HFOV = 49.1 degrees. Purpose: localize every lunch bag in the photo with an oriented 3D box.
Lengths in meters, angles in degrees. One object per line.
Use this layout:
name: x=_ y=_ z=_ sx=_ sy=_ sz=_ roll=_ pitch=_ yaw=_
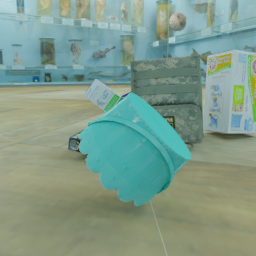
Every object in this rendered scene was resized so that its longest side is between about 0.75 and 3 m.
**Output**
lunch bag: x=0.875 y=-0.537 z=6.443 sx=1.616 sy=1.970 sz=1.158 roll=-2 pitch=-9 yaw=11

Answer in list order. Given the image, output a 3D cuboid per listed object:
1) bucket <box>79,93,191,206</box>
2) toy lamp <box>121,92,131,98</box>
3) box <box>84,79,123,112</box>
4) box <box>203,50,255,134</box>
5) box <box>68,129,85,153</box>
bucket: x=0.116 y=0.240 z=3.578 sx=1.310 sy=0.852 sz=1.310 roll=41 pitch=16 yaw=-15
toy lamp: x=0.873 y=-1.260 z=11.536 sx=2.478 sy=0.721 sz=0.721 roll=-5 pitch=9 yaw=24
box: x=-0.444 y=-0.689 z=8.355 sx=1.187 sy=0.650 sz=1.345 roll=38 pitch=3 yaw=33
box: x=2.909 y=-0.950 z=7.682 sx=1.200 sy=2.133 sz=1.081 roll=0 pitch=5 yaw=-21
box: x=-0.567 y=0.286 z=6.007 sx=1.008 sy=0.307 sz=1.250 roll=14 pitch=14 yaw=9
